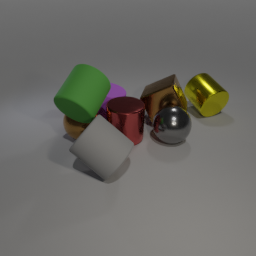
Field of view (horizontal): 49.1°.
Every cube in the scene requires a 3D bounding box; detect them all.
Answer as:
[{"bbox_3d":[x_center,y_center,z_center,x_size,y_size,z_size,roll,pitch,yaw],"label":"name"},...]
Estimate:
[{"bbox_3d":[1.492,-1.120,11.369,1.400,1.400,1.400,-20,22,23],"label":"cube"}]

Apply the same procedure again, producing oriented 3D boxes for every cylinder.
[{"bbox_3d":[3.395,-1.442,12.189,1.400,1.400,1.400,-12,47,-21],"label":"cylinder"},{"bbox_3d":[-0.783,0.563,8.359,1.400,1.400,1.400,40,32,-6],"label":"cylinder"},{"bbox_3d":[-0.099,-0.255,10.308,1.400,1.400,1.400,1,31,-1],"label":"cylinder"},{"bbox_3d":[-0.877,-0.957,11.395,1.400,1.400,1.400,10,31,-6],"label":"cylinder"},{"bbox_3d":[-1.468,-1.107,9.136,1.400,1.400,1.400,14,63,24],"label":"cylinder"}]

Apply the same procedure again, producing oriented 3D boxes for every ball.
[{"bbox_3d":[-1.677,-0.230,10.324,1.400,1.400,1.400,0,29,0],"label":"ball"},{"bbox_3d":[1.594,-0.122,10.158,1.400,1.400,1.400,0,29,0],"label":"ball"}]
